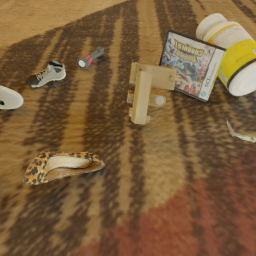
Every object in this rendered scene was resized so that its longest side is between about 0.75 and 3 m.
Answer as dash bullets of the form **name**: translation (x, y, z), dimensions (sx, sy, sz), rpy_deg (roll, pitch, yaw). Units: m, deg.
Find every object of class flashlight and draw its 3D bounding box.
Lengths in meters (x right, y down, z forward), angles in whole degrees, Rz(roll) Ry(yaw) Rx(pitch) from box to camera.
- **flashlight**: translation (-1.393, -2.626, 10.425), dimensions (0.449, 0.450, 1.326), rpy_deg (24, 41, 11)

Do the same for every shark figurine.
- **shark figurine**: translation (2.961, 0.085, 6.510), dimensions (1.223, 0.731, 0.510), rpy_deg (4, 68, 30)

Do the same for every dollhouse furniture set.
- **dollhouse furniture set**: translation (0.784, -0.921, 7.458), dimensions (1.342, 1.566, 1.647), rpy_deg (6, 8, -10)

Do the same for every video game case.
- **video game case**: translation (1.812, -1.870, 8.456), dimensions (1.829, 1.653, 0.233), rpy_deg (28, 37, 21)

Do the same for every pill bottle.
- **pill bottle**: translation (3.225, -2.387, 8.830), dimensions (1.445, 1.445, 2.579), rpy_deg (-15, 59, -17)

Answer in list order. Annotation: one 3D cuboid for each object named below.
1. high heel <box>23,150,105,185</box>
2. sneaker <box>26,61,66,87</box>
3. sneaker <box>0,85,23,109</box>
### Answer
- **high heel**: translation (-1.285, 0.846, 5.920), dimensions (1.220, 0.611, 1.711), rpy_deg (8, 14, 15)
- **sneaker**: translation (-2.688, -1.847, 9.115), dimensions (1.357, 0.784, 0.509), rpy_deg (-24, 70, -26)
- **sneaker**: translation (-4.026, -1.218, 8.413), dimensions (2.028, 0.741, 1.135), rpy_deg (8, 37, -1)
